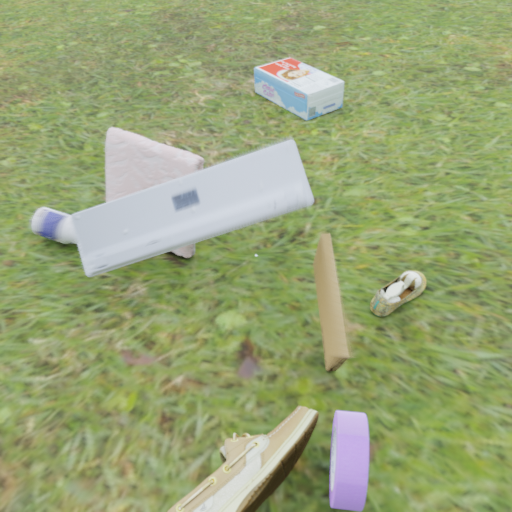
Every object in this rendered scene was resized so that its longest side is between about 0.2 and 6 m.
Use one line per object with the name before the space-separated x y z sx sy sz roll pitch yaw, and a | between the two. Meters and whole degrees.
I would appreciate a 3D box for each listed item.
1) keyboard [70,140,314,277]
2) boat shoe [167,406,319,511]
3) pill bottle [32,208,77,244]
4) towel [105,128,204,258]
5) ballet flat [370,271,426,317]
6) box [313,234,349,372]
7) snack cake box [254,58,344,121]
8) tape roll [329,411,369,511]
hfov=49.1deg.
keyboard | -1.129 -0.782 9.403 4.054 0.216 1.141 -18 79 5
boat shoe | -0.149 2.707 7.127 0.825 0.920 2.486 33 50 25
pill bottle | -3.895 -0.567 11.184 0.976 0.584 0.584 17 42 10
towel | -2.025 -1.224 10.912 2.218 2.119 0.358 21 31 23
ballet flat | 2.612 0.572 10.017 1.482 0.524 0.524 -30 48 -31
box | 1.103 0.754 8.480 0.192 1.479 1.809 -4 72 0
snack cake box | 1.210 -4.912 16.327 1.403 0.820 2.440 -27 46 -26
tape roll | 1.162 2.575 7.085 0.383 1.167 1.167 4 40 6
